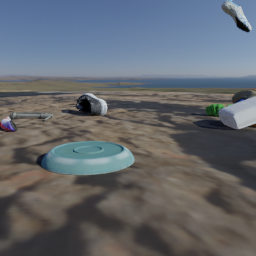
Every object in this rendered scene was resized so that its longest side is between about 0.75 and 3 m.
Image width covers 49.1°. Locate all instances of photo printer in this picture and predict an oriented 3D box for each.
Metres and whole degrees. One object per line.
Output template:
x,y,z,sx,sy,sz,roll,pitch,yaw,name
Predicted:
3.708,-0.530,8.373,1.613,0.560,1.342,-20,10,3,photo printer

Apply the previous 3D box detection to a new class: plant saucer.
-0.696,0.467,4.964,1.625,0.223,1.625,0,9,0,plant saucer

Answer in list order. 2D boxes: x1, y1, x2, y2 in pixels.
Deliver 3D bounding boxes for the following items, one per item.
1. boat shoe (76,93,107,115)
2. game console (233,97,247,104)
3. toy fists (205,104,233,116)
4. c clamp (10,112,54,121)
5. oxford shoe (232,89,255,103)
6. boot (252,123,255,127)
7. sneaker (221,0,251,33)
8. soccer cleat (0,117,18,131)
-1.742,-0.946,11.680,0.791,0.835,2.387,-4,18,-32,boat shoe
4.615,-0.977,11.926,0.929,0.163,1.051,-41,0,15,game console
3.779,-0.692,10.866,1.511,0.520,0.770,5,4,35,toy fists
-3.578,-0.489,10.400,1.809,0.245,1.546,2,10,8,c clamp
5.365,-1.197,12.417,1.036,0.976,2.771,-6,11,-15,oxford shoe
4.121,-0.191,8.622,0.890,0.341,0.691,-13,12,-24,boot
3.967,-4.044,10.032,0.516,1.423,0.511,-40,-1,3,sneaker
-3.394,-0.060,7.921,0.363,0.338,0.991,-33,30,-20,soccer cleat
